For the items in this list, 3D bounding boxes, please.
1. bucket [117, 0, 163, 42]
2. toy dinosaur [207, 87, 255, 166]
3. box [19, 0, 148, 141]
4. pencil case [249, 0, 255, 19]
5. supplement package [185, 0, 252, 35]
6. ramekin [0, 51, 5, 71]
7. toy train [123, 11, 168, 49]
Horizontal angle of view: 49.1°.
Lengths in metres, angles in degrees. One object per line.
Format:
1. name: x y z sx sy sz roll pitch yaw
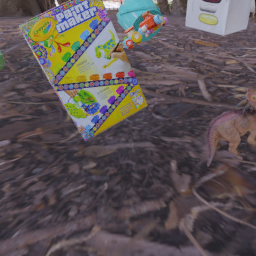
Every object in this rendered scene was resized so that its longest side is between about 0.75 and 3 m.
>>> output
1. bucket: 0.438 -3.691 9.434 1.430 1.430 0.930 -15 58 -28
2. toy dinosaur: 1.539 -0.094 4.038 1.377 0.933 0.591 -35 41 1
3. box: -0.624 -0.820 3.586 0.877 1.385 1.438 -30 24 -9
4. pencil case: 2.751 -3.353 7.991 1.728 0.773 0.672 -6 35 7
5. supplement package: 1.701 -2.346 5.275 0.707 0.919 0.961 -24 39 -29
6. ramekin: -3.751 -1.854 7.600 0.786 0.786 0.384 10 26 20
7. toy train: 0.282 -2.641 7.510 1.879 0.522 1.411 -22 12 47
